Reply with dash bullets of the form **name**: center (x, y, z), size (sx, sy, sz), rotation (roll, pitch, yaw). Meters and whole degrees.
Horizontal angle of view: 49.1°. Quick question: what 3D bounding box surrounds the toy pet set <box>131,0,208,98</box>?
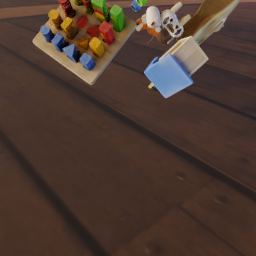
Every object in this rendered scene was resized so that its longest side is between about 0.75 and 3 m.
- **toy pet set**: center (0.644, -2.059, 6.949), size (1.334, 2.345, 2.512), rotation (-42, 14, 0)

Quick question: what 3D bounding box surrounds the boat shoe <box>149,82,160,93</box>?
- **boat shoe**: center (0.992, -1.397, 8.384), size (0.402, 0.453, 1.212), rotation (44, 33, -7)

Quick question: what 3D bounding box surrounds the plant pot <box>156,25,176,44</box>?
- **plant pot**: center (1.299, -3.435, 9.530), size (0.897, 0.897, 0.960), rotation (8, 3, 13)

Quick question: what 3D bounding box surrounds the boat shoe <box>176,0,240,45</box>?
- **boat shoe**: center (2.357, -3.087, 7.923), size (0.697, 2.147, 0.775), rotation (18, 38, -46)

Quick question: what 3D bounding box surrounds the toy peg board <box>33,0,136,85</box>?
- **toy peg board**: center (-1.226, -2.654, 7.322), size (2.094, 2.086, 1.024), rotation (36, -5, 9)
